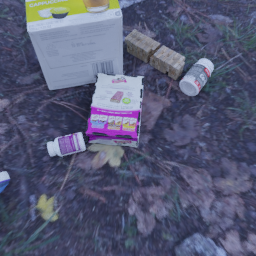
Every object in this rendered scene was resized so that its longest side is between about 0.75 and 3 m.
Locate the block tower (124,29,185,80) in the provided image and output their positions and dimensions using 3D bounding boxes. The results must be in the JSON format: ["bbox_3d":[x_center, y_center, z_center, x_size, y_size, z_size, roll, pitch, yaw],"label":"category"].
[{"bbox_3d":[0.979,-2.689,10.239,2.355,0.681,0.636,36,67,16],"label":"block tower"}]

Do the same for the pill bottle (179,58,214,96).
[{"bbox_3d":[2.398,-1.773,9.679,0.727,0.727,1.276,32,67,16],"label":"pill bottle"}]

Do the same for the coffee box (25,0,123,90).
[{"bbox_3d":[-1.709,-3.315,9.391,2.692,2.696,2.666,-11,62,-6],"label":"coffee box"}]

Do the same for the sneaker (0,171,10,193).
[{"bbox_3d":[-3.925,2.660,7.216,2.827,1.139,2.070,-35,94,-42],"label":"sneaker"}]

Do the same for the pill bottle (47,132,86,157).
[{"bbox_3d":[-1.865,0.523,8.495,1.067,0.599,0.599,-14,62,-7],"label":"pill bottle"}]

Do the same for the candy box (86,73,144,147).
[{"bbox_3d":[-0.358,-0.615,9.043,1.600,0.716,2.347,6,61,3],"label":"candy box"}]
